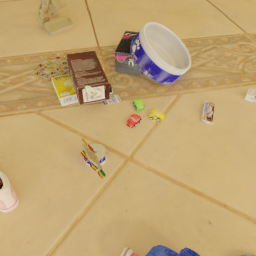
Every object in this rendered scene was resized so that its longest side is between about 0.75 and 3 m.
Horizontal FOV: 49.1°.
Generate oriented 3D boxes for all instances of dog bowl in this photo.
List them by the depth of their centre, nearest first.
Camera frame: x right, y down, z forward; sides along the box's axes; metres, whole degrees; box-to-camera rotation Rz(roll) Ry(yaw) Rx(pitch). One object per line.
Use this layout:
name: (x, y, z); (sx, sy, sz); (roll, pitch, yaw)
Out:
dog bowl: (-1.184, 0.965, 10.064); (0.831, 0.327, 0.831); (0, 44, 0)
dog bowl: (1.528, -3.459, 12.994); (2.821, 1.111, 2.821); (21, 50, -27)

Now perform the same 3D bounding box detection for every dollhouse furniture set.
dollhouse furniture set: (-4.712, -6.737, 17.767); (2.059, 1.765, 2.166); (-33, 88, -28)

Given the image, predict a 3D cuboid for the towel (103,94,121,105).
towel: (-0.740, -1.279, 12.489); (0.766, 0.091, 0.563); (-11, 45, -11)

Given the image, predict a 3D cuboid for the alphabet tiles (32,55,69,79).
alphabet tiles: (-3.804, -3.121, 14.303); (1.711, 0.065, 2.056); (17, 46, 20)

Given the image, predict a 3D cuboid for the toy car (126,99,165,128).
toy car: (0.569, -0.771, 11.774); (1.666, 0.372, 1.568); (-12, 46, -13)

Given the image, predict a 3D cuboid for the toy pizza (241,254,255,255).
toy pizza: (3.242, 3.990, 7.090); (1.488, 0.236, 1.488); (1, 46, -1)

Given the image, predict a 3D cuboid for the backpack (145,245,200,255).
backpack: (1.131, 3.628, 6.286); (2.011, 1.634, 1.687); (24, 47, 32)

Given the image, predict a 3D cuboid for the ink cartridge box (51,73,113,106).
ink cartridge box: (-2.257, -2.182, 13.090); (2.411, 0.573, 2.440); (-18, 49, -16)

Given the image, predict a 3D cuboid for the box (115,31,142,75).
box: (0.249, -3.867, 14.299); (1.375, 1.193, 2.249); (9, 46, 9)

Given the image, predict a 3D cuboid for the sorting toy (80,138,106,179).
sorting toy: (-1.153, 0.894, 8.413); (0.248, 0.706, 1.464); (-37, 43, 3)

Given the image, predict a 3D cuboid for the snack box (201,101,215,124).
snack box: (3.376, -0.649, 11.806); (0.451, 0.152, 1.254); (12, 46, 11)

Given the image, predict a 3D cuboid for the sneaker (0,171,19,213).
sneaker: (-4.384, 1.581, 8.834); (2.332, 1.219, 0.878); (31, 55, 29)

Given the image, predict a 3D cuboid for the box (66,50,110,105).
box: (-1.762, -2.233, 12.113); (1.336, 1.000, 2.668); (-12, 48, -13)

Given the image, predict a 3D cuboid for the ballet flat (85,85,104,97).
ballet flat: (-1.261, -1.310, 10.254); (0.877, 0.315, 0.315); (16, 24, -49)

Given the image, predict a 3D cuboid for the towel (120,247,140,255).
towel: (0.710, 4.337, 6.606); (2.901, 0.434, 2.123); (19, 47, 18)

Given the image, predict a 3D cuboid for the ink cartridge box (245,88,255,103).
ink cartridge box: (5.685, -1.404, 12.437); (0.791, 0.333, 0.577); (23, 49, 22)
